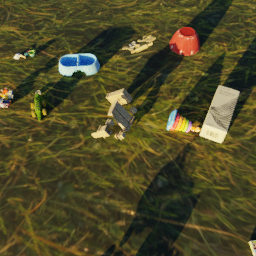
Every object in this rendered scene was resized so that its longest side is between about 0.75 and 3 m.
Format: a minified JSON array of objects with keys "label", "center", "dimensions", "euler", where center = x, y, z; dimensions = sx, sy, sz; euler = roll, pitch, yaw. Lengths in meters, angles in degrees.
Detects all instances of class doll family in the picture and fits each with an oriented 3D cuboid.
[{"label":"doll family","center":[-5.383,-1.246,12.197],"dimensions":[0.616,0.447,0.992],"euler":[10,73,-2]}]

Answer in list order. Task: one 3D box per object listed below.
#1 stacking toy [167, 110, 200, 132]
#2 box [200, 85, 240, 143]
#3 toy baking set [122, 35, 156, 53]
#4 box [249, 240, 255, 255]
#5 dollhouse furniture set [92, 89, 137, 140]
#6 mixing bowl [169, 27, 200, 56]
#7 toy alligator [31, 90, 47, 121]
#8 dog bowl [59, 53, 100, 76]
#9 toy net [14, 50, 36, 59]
[{"label":"stacking toy","center":[2.286,-0.108,11.271],"dimensions":[1.332,0.773,0.731],"euler":[20,60,-3]},{"label":"box","center":[3.765,-0.602,11.440],"dimensions":[0.964,0.803,2.347],"euler":[20,57,13]},{"label":"toy baking set","center":[0.472,-3.502,11.841],"dimensions":[1.498,0.174,1.150],"euler":[-22,33,12]},{"label":"box","center":[4.335,3.752,8.777],"dimensions":[0.918,0.159,0.505],"euler":[-7,55,-5]},{"label":"dollhouse furniture set","center":[-0.548,-0.369,11.323],"dimensions":[0.963,1.127,2.175],"euler":[-12,43,42]},{"label":"mixing bowl","center":[2.926,-4.504,14.163],"dimensions":[1.571,0.851,1.571],"euler":[0,56,1]},{"label":"toy alligator","center":[-3.866,-1.073,12.002],"dimensions":[0.581,0.421,1.752],"euler":[-13,56,-9]},{"label":"dog bowl","center":[-2.353,-3.060,13.364],"dimensions":[1.970,0.488,1.098],"euler":[-4,55,-2]},{"label":"toy net","center":[-5.183,-3.723,13.994],"dimensions":[1.092,0.211,0.573],"euler":[-11,56,-7]}]
